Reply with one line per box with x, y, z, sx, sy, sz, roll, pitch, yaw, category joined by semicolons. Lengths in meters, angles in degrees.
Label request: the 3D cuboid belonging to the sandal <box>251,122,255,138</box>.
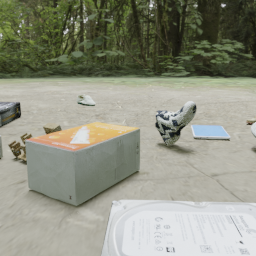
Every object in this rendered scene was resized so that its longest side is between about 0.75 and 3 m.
3.981;0.495;6.885;0.957;0.578;2.353;-20;31;-16;sandal

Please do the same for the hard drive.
0.845;1.369;3.234;2.243;0.424;1.567;2;13;3;hard drive

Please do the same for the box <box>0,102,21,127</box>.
-5.724;-0.525;10.929;2.161;0.659;2.728;0;13;-1;box

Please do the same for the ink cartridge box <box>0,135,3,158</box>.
-3.807;0.546;6.358;1.060;0.612;1.451;5;14;21;ink cartridge box

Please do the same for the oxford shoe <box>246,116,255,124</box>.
4.964;-0.356;10.879;0.985;0.363;0.349;-7;15;-28;oxford shoe

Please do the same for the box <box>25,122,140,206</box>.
-0.781;0.559;5.504;1.235;0.967;1.985;8;15;33;box

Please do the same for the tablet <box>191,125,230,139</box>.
2.695;0.128;9.328;1.100;0.115;1.691;2;12;9;tablet

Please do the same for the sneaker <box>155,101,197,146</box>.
1.192;-0.332;7.719;0.593;1.486;0.967;-20;56;-35;sneaker

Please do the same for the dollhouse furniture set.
-2.117;0.513;6.934;1.013;0.768;1.156;10;38;38;dollhouse furniture set

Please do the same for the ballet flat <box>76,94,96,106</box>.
-2.445;-1.622;15.984;0.603;0.603;1.738;-10;17;-37;ballet flat
